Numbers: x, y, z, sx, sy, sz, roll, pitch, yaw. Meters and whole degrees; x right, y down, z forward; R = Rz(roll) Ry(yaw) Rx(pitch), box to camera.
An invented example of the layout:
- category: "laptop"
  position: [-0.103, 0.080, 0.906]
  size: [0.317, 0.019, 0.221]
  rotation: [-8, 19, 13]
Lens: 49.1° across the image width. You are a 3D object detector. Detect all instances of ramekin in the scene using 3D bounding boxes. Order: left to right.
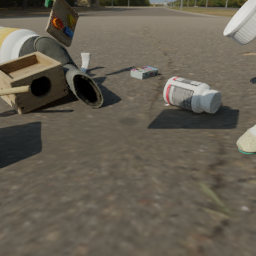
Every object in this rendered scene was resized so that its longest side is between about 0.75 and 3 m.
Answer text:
- category: "ramekin"
  position: [3.689, -3.235, 8.525]
  size: [0.705, 1.445, 1.445]
  rotation: [35, 27, -7]

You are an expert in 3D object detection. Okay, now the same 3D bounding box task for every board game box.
- category: "board game box"
  position: [0.709, -2.378, 12.024]
  size: [0.968, 0.311, 0.714]
  rotation: [-21, 33, -37]

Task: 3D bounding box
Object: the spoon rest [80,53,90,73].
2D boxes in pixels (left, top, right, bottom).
- category: "spoon rest"
  position: [-2.223, -2.478, 12.042]
  size: [1.118, 0.682, 2.251]
  rotation: [8, 40, 19]

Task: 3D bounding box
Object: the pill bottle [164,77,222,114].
- category: "pill bottle"
  position: [1.935, -0.966, 8.429]
  size: [0.882, 0.882, 1.593]
  rotation: [-23, 34, -38]

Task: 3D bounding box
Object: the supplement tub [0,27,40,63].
- category: "supplement tub"
  position: [-4.406, -2.800, 10.863]
  size: [2.836, 2.051, 2.051]
  rotation: [16, 30, 31]

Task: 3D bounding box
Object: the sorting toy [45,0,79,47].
- category: "sorting toy"
  position: [-2.448, -3.917, 9.954]
  size: [0.272, 1.367, 1.849]
  rotation: [11, -10, 30]

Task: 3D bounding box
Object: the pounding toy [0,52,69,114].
- category: "pounding toy"
  position: [-3.258, -1.066, 8.412]
  size: [2.714, 1.242, 2.384]
  rotation: [-30, 42, -30]

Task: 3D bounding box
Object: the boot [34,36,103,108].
- category: "boot"
  position: [-2.005, -1.882, 9.193]
  size: [0.978, 2.451, 2.695]
  rotation: [-45, 29, 8]

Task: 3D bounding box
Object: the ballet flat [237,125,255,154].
- category: "ballet flat"
  position: [3.328, 0.044, 6.642]
  size: [1.997, 0.623, 0.674]
  rotation: [-16, 31, -30]
